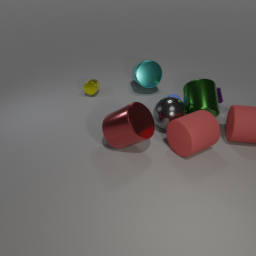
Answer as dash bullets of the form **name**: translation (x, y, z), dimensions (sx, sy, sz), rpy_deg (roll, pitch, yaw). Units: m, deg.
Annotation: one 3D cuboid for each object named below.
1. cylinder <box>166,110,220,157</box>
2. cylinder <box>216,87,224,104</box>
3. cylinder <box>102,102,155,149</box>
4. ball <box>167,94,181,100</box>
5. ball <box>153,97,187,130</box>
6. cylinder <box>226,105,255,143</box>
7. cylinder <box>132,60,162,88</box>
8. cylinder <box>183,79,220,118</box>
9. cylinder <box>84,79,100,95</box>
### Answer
- **cylinder**: translation (2.370, 0.184, 10.252), dimensions (1.400, 1.400, 1.400), rpy_deg (-19, 36, -28)
- **cylinder**: translation (4.061, -1.498, 13.163), dimensions (0.700, 0.700, 0.700), rpy_deg (-17, 11, 3)
- **cylinder**: translation (0.014, -0.072, 10.188), dimensions (1.400, 1.400, 1.400), rpy_deg (-23, 13, 41)
- **ball**: translation (2.019, -1.173, 12.507), dimensions (0.700, 0.700, 0.700), rpy_deg (0, 32, 0)
- **ball**: translation (1.728, -0.582, 11.520), dimensions (1.400, 1.400, 1.400), rpy_deg (0, 32, 0)
- **cylinder**: translation (4.630, -0.136, 10.764), dimensions (1.400, 1.400, 1.400), rpy_deg (6, 32, 7)
- **cylinder**: translation (0.980, -2.862, 14.858), dimensions (1.400, 1.400, 1.400), rpy_deg (-4, 12, -7)
- **cylinder**: translation (3.109, -1.166, 11.966), dimensions (1.400, 1.400, 1.400), rpy_deg (-1, 69, -1)
- **cylinder**: translation (-1.877, -2.149, 14.565), dimensions (0.700, 0.700, 0.700), rpy_deg (4, 22, 7)
